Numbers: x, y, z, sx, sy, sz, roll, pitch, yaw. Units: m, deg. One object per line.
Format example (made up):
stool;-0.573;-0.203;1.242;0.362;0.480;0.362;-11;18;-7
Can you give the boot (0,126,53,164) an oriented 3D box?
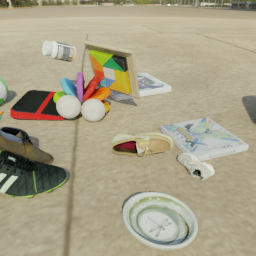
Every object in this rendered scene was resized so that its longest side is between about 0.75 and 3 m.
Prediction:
boot;-3.047;0.536;8.239;1.734;0.840;0.648;14;35;6

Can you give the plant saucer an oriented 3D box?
plant saucer;0.645;2.007;5.925;1.587;0.398;1.587;8;26;-4

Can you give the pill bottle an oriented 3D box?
pill bottle;-2.786;-3.118;11.356;1.224;0.713;0.713;1;21;-40

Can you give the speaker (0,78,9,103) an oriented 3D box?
speaker;-6.163;-1.126;11.186;1.311;1.311;2.964;7;28;14

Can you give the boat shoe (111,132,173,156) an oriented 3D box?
boat shoe;0.391;0.568;8.442;1.900;0.703;0.631;-3;27;18

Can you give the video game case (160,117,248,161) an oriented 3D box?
video game case;2.496;0.313;9.486;2.028;0.245;2.225;-10;29;-19

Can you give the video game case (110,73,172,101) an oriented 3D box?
video game case;0.236;-2.180;14.216;2.978;0.348;2.707;-12;29;-22

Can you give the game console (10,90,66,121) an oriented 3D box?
game console;-3.540;-0.980;11.951;2.278;0.400;2.576;6;28;-2

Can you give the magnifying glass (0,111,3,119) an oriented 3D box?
magnifying glass;-5.189;-0.490;11.232;0.317;0.089;0.796;-1;26;-1

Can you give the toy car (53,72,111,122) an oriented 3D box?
toy car;-1.747;-1.339;10.939;2.215;1.661;1.939;8;28;-9

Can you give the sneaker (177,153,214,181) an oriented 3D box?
sneaker;1.803;1.076;7.855;0.528;0.434;1.148;-28;37;-35

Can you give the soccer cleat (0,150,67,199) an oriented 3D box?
soccer cleat;-3.055;1.051;7.015;2.954;1.197;0.997;1;27;1

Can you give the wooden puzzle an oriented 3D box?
wooden puzzle;-0.618;-2.141;10.735;2.186;2.363;0.440;20;57;27
